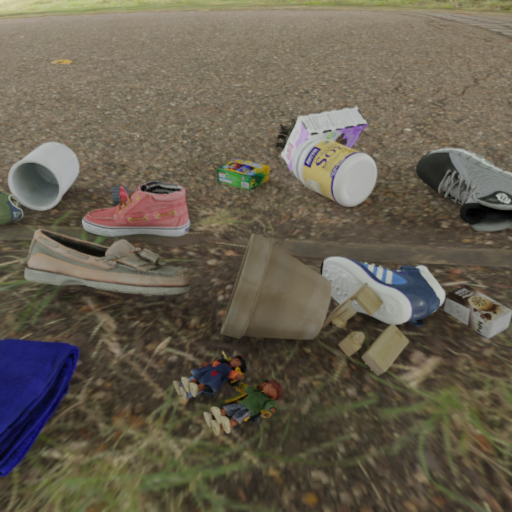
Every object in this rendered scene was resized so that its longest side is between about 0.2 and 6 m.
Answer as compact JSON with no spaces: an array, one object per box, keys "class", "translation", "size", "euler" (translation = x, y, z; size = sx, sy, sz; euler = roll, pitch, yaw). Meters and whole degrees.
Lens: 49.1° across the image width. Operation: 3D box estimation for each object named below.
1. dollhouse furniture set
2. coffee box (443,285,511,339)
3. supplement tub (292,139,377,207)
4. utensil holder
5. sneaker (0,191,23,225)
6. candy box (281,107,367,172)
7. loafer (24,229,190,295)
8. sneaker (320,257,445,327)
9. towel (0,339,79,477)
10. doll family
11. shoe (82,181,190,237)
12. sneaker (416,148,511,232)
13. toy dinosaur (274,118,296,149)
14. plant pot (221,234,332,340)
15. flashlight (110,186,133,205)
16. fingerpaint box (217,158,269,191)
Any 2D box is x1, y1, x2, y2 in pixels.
[{"class":"dollhouse furniture set","translation":[1.715,1.364,9.397],"size":[1.178,0.960,1.120],"euler":[48,48,7]},{"class":"coffee box","translation":[3.893,0.965,9.882],"size":[0.554,0.391,0.980],"euler":[-20,36,-29]},{"class":"supplement tub","translation":[1.929,-2.145,14.070],"size":[1.359,1.359,1.869],"euler":[-21,37,-30]},{"class":"utensil holder","translation":[-5.251,-2.033,13.984],"size":[1.302,1.302,1.532],"euler":[0,29,1]},{"class":"sneaker","translation":[-6.136,-1.231,13.354],"size":[0.848,0.633,1.889],"euler":[-12,33,-32]},{"class":"candy box","translation":[1.856,-3.231,15.556],"size":[1.921,1.611,0.687],"euler":[-16,67,-24]},{"class":"loafer","translation":[-2.744,0.098,10.192],"size":[3.191,1.003,1.147],"euler":[4,3,13]},{"class":"sneaker","translation":[2.399,0.516,10.320],"size":[1.544,0.850,2.109],"euler":[-14,30,-36]},{"class":"towel","translation":[-4.512,2.005,7.896],"size":[3.360,0.832,2.481],"euler":[5,25,9]},{"class":"doll family","translation":[-0.348,1.882,8.047],"size":[1.155,0.784,1.999],"euler":[-25,36,-27]},{"class":"shoe","translation":[-2.730,-1.097,12.574],"size":[2.448,1.114,0.875],"euler":[2,31,4]},{"class":"sneaker","translation":[4.977,-1.539,13.252],"size":[3.302,1.239,1.907],"euler":[27,42,35]},{"class":"toy dinosaur","translation":[1.207,-3.650,17.306],"size":[1.117,0.840,2.183],"euler":[14,23,-2]},{"class":"plant pot","translation":[0.385,0.672,9.356],"size":[1.524,1.756,1.756],"euler":[17,32,-3]},{"class":"flashlight","translation":[-2.857,-1.543,13.931],"size":[1.454,0.492,0.494],"euler":[-6,23,-9]},{"class":"fingerpaint box","translation":[-0.346,-2.216,15.105],"size":[1.109,0.407,0.925],"euler":[19,36,29]}]
